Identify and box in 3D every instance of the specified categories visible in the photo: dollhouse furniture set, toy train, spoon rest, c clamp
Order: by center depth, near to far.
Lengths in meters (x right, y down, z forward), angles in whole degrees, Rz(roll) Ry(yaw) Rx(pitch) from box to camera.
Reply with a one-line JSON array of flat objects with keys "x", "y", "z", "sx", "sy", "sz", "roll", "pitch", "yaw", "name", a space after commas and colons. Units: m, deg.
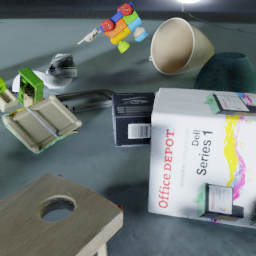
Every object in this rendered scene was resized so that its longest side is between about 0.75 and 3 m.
[{"x": -0.205, "y": 2.060, "z": 1.977, "sx": 2.898, "sy": 2.043, "sz": 2.031, "roll": 17, "pitch": 32, "yaw": 32, "name": "dollhouse furniture set"}, {"x": -2.809, "y": -0.243, "z": 8.057, "sx": 2.638, "sy": 1.324, "sz": 1.728, "roll": 43, "pitch": 49, "yaw": 13, "name": "dollhouse furniture set"}, {"x": -0.414, "y": -2.781, "z": 8.606, "sx": 1.983, "sy": 1.148, "sz": 0.839, "roll": -39, "pitch": 20, "yaw": 4, "name": "toy train"}, {"x": -1.250, "y": -0.901, "z": 9.534, "sx": 2.956, "sy": 0.400, "sz": 2.526, "roll": -9, "pitch": 29, "yaw": -17, "name": "c clamp"}, {"x": -3.188, "y": -1.833, "z": 10.654, "sx": 1.186, "sy": 0.724, "sz": 2.388, "roll": 8, "pitch": 17, "yaw": 39, "name": "spoon rest"}]

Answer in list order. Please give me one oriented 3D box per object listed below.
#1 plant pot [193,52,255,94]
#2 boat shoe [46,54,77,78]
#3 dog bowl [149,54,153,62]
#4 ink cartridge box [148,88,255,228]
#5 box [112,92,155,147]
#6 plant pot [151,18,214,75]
[{"x": 3.572, "y": -1.853, "z": 10.113, "sx": 2.334, "sy": 1.572, "sz": 2.334, "roll": 0, "pitch": 27, "yaw": 0, "name": "plant pot"}, {"x": -2.683, "y": -2.543, "z": 11.516, "sx": 0.993, "sy": 0.977, "sz": 2.754, "roll": -3, "pitch": 9, "yaw": -31, "name": "boat shoe"}, {"x": 1.722, "y": -3.923, "z": 15.383, "sx": 1.133, "sy": 0.418, "sz": 1.133, "roll": -1, "pitch": 27, "yaw": 0, "name": "dog bowl"}, {"x": 1.822, "y": 0.540, "z": 4.867, "sx": 2.875, "sy": 2.082, "sz": 1.207, "roll": 5, "pitch": 29, "yaw": 10, "name": "ink cartridge box"}, {"x": 0.209, "y": -0.295, "z": 7.804, "sx": 1.265, "sy": 0.892, "sz": 1.710, "roll": -2, "pitch": 27, "yaw": -3, "name": "box"}, {"x": 2.859, "y": -3.674, "z": 13.190, "sx": 2.597, "sy": 2.432, "sz": 2.432, "roll": -6, "pitch": 24, "yaw": -41, "name": "plant pot"}]
